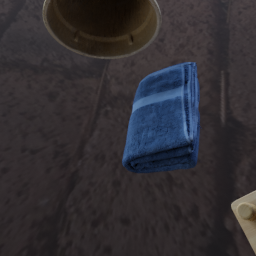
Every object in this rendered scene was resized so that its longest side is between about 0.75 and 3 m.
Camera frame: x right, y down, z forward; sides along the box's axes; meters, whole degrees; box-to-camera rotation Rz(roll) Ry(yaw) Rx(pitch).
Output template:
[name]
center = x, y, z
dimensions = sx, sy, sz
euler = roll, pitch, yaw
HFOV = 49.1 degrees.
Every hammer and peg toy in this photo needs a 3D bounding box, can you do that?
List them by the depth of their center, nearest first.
[hammer and peg toy]
center = 2.118, 0.908, 2.731
dimensions = 1.856, 0.654, 1.365
euler = -37, 53, 23

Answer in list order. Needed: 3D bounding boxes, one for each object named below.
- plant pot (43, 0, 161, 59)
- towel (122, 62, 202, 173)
[plant pot]
center = -0.523, -3.322, 6.531
dimensions = 2.553, 2.553, 2.337
euler = 1, 69, 1
[towel]
center = 0.715, -0.339, 5.777
dimensions = 1.496, 0.650, 2.679
euler = -14, 42, 25
